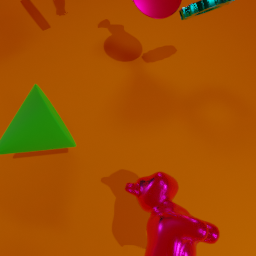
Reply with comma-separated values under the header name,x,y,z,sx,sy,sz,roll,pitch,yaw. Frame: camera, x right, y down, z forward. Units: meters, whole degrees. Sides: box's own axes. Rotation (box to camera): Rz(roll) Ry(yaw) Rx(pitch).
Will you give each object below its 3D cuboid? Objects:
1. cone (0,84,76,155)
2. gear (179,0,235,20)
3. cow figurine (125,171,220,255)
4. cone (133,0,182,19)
name,x,y,z,sx,sy,sz,roll,pitch,yaw
cone,-1.771,0.120,4.789,1.277,1.272,1.272,-32,65,-7
gear,1.762,-2.749,6.312,1.180,1.180,0.218,-22,103,-12
cow figurine,0.540,1.556,4.408,1.632,0.910,1.658,8,73,41
cone,0.511,-3.077,6.793,1.224,1.229,1.224,-1,93,-13
